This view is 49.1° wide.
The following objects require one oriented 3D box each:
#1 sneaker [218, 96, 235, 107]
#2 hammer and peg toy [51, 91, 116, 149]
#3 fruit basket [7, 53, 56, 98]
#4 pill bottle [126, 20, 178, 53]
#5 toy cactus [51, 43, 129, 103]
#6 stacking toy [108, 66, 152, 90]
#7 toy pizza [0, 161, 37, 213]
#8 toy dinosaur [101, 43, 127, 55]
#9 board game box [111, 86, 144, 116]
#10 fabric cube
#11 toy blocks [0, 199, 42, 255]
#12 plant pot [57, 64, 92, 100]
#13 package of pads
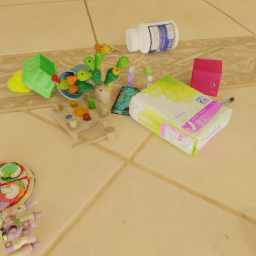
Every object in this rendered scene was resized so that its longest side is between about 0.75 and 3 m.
[{"bbox_3d":[3.722,-0.802,10.603,0.997,0.374,0.575,-23,50,-10],"label":"sneaker"},{"bbox_3d":[-1.501,-0.321,9.650,1.691,0.811,2.299,-25,47,-26],"label":"hammer and peg toy"},{"bbox_3d":[-3.914,-1.961,11.475,1.975,1.425,1.975,-28,46,33],"label":"fruit basket"},{"bbox_3d":[1.165,-4.550,14.063,2.385,1.427,1.427,-12,42,-13],"label":"pill bottle"},{"bbox_3d":[-1.187,-1.766,10.079,2.653,2.189,1.357,-28,53,-2],"label":"toy cactus"},{"bbox_3d":[0.113,-2.249,11.871,1.769,0.551,2.347,2,31,2],"label":"stacking toy"},{"bbox_3d":[-3.604,1.628,7.772,2.053,0.325,2.053,0,41,0],"label":"toy pizza"},{"bbox_3d":[-0.876,-4.115,14.312,1.573,0.458,0.796,23,45,25],"label":"toy dinosaur"},{"bbox_3d":[0.106,-1.067,10.956,1.128,0.235,1.668,9,42,10],"label":"board game box"},{"bbox_3d":[3.173,-2.089,11.463,1.135,1.117,1.139,10,43,11],"label":"fabric cube"},{"bbox_3d":[-2.436,2.182,6.466,1.012,1.203,1.124,-18,46,-30],"label":"toy blocks"},{"bbox_3d":[-2.050,-1.959,11.354,1.238,1.238,1.213,10,34,12],"label":"plant pot"},{"bbox_3d":[1.719,-0.520,9.658,2.868,0.978,2.216,35,52,27],"label":"package of pads"}]
